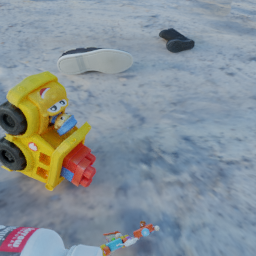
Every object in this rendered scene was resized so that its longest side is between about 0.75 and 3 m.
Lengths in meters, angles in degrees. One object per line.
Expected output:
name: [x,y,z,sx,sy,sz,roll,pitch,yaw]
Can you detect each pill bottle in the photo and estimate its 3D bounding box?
pill bottle: [-1.811,2.189,3.975,2.762,1.529,1.529,3,38,4]

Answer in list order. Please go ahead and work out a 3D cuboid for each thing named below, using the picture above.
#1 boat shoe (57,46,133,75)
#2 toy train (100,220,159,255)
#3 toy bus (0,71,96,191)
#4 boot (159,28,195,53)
boat shoe: [-1.234,-2.617,10.647,2.831,1.046,0.854,-7,42,4]
toy train: [-0.003,1.838,4.840,0.891,1.186,0.330,-30,70,14]
toy bus: [-1.511,0.249,5.962,2.136,2.225,1.510,30,38,11]
boot: [1.948,-4.073,12.789,1.475,0.587,1.789,-9,41,-27]
